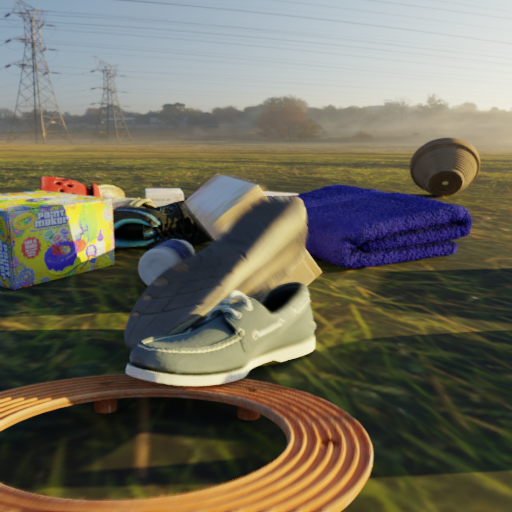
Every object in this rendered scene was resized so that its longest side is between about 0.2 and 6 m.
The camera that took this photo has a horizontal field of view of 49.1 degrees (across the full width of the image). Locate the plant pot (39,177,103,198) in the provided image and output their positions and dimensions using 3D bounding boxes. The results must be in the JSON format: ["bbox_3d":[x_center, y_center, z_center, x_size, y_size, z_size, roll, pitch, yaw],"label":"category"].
[{"bbox_3d":[-3.757,-0.891,11.266,1.194,1.311,1.311,3,10,-24],"label":"plant pot"}]

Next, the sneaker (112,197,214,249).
[{"bbox_3d":[-1.625,-0.514,10.609,2.696,0.987,1.104,-8,19,5],"label":"sneaker"}]

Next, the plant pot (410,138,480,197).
[{"bbox_3d":[6.231,-2.710,18.486,2.225,2.225,1.027,3,47,11],"label":"plant pot"}]

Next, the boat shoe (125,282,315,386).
[{"bbox_3d":[-0.224,0.644,5.127,0.847,0.719,2.327,8,7,38],"label":"boat shoe"}]

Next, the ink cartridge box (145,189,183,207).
[{"bbox_3d":[-2.502,-1.472,15.262,1.001,0.590,1.739,-3,13,-12],"label":"ink cartridge box"}]

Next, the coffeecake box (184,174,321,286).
[{"bbox_3d":[-0.118,-0.304,7.896,0.712,1.496,1.949,-41,21,-6],"label":"coffeecake box"}]

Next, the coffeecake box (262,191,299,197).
[{"bbox_3d":[0.364,-1.277,14.336,1.676,0.612,1.287,10,16,37],"label":"coffeecake box"}]

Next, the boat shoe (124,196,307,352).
[{"bbox_3d":[-0.242,0.342,6.040,2.542,0.932,0.947,-41,34,-26],"label":"boat shoe"}]

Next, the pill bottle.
[{"bbox_3d":[-1.293,0.085,8.406,0.598,0.598,1.077,3,14,11],"label":"pill bottle"}]

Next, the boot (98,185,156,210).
[{"bbox_3d":[-3.132,-1.079,12.958,1.845,0.860,2.386,2,19,14],"label":"boot"}]

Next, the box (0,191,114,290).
[{"bbox_3d":[-3.653,-0.354,9.040,1.847,1.170,1.918,9,15,33],"label":"box"}]

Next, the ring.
[{"bbox_3d":[-0.722,1.195,3.486,2.838,0.272,2.838,1,3,0],"label":"ring"}]

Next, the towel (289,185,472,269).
[{"bbox_3d":[1.682,-0.572,10.830,2.961,0.993,4.010,-13,17,-23],"label":"towel"}]
